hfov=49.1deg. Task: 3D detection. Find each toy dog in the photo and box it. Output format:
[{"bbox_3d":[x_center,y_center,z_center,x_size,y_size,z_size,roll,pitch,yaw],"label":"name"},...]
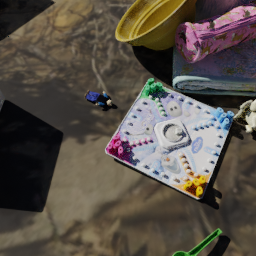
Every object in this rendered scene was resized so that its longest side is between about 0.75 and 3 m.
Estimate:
[{"bbox_3d":[3.391,-0.187,7.190,0.962,0.692,0.992,-22,63,-23],"label":"toy dog"}]

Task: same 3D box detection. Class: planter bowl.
[{"bbox_3d":[1.085,-3.211,8.342,2.858,1.190,2.858,-29,36,24],"label":"planter bowl"}]

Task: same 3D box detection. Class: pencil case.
[{"bbox_3d":[2.607,-2.634,7.596,2.704,1.170,1.119,-22,55,-13],"label":"pencil case"}]

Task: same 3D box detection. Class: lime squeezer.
[{"bbox_3d":[0.996,2.494,5.188,2.413,0.852,0.455,6,47,-48],"label":"lime squeezer"}]

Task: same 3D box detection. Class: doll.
[{"bbox_3d":[-0.791,-0.831,7.813,0.789,0.191,0.539,23,57,13],"label":"doll"}]

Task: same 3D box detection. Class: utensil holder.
[{"bbox_3d":[2.931,-4.543,8.480,2.410,2.836,2.410,0,60,0],"label":"utensil holder"}]

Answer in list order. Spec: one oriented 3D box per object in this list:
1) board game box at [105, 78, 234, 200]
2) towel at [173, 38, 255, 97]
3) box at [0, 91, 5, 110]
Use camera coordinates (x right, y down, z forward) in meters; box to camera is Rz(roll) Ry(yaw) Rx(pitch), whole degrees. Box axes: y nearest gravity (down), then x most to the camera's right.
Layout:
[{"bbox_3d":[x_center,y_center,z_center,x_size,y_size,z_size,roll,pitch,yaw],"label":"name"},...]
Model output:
[{"bbox_3d":[1.123,0.101,7.094,2.562,0.331,2.561,25,63,11],"label":"board game box"},{"bbox_3d":[2.676,-1.996,8.273,2.681,0.646,2.295,5,56,3],"label":"towel"},{"bbox_3d":[-4.607,-0.386,6.828,2.176,1.430,2.187,5,59,3],"label":"box"}]
